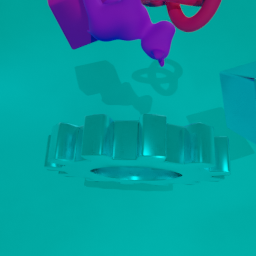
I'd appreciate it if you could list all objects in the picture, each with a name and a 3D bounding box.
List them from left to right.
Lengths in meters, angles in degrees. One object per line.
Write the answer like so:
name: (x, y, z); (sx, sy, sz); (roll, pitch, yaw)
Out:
cube: (-0.929, -2.619, 5.849); (1.184, 1.184, 1.184); (-20, 58, 3)
cow figurine: (0.046, -1.773, 5.044); (1.546, 1.521, 0.849); (-12, 19, 7)
gear: (0.102, 0.370, 3.329); (2.059, 2.059, 0.381); (2, 72, 2)
knot shape: (1.243, -2.824, 5.678); (1.792, 0.828, 1.677); (28, 68, 31)
cube: (2.533, -0.531, 5.039); (1.197, 1.197, 1.197); (-17, 19, -4)
